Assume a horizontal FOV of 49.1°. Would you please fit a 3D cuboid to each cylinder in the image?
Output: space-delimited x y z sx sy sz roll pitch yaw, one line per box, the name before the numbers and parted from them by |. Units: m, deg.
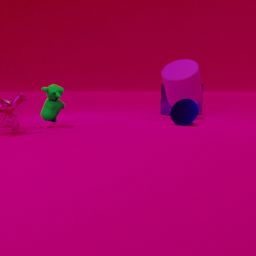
cylinder | 2.066 -1.665 10.620 1.362 1.362 1.362 -13 41 11

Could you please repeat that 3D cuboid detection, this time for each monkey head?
monkey head | -3.087 -0.487 7.173 0.819 1.360 0.978 3 43 51

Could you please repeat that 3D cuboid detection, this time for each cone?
cone | 2.053 -0.365 9.495 0.960 0.960 0.963 5 -17 32

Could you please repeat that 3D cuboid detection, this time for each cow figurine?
cow figurine | -2.277 -0.718 8.338 0.615 1.121 1.103 25 -5 6

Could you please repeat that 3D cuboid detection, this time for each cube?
cube | 2.419 -1.299 12.567 1.400 1.400 1.400 8 11 40
